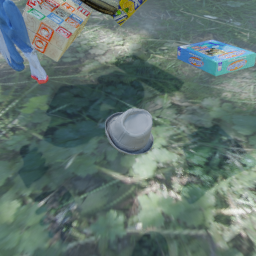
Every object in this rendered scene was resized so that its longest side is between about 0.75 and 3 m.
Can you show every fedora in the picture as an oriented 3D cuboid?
[{"bbox_3d":[0.106,-0.022,4.679,0.892,0.455,1.009,47,43,13],"label":"fedora"}]

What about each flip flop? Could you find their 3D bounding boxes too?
[{"bbox_3d":[-1.455,-3.967,7.301,2.889,0.832,1.171,22,12,-23],"label":"flip flop"}]

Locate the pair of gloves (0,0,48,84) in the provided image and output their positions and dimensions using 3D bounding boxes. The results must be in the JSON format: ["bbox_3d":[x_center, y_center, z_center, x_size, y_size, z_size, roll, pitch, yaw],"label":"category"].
[{"bbox_3d":[-2.584,-2.010,5.802,0.305,2.154,2.679,-37,37,-23],"label":"pair of gloves"}]

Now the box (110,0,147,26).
[{"bbox_3d":[0.306,-4.837,9.870,0.943,2.691,0.865,42,57,-18],"label":"box"}]

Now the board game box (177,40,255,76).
[{"bbox_3d":[2.144,-1.787,6.963,1.169,0.346,1.537,-16,33,-19],"label":"board game box"}]

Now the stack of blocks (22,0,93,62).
[{"bbox_3d":[-2.157,-3.177,8.114,1.554,0.790,2.698,30,36,-14],"label":"stack of blocks"}]
